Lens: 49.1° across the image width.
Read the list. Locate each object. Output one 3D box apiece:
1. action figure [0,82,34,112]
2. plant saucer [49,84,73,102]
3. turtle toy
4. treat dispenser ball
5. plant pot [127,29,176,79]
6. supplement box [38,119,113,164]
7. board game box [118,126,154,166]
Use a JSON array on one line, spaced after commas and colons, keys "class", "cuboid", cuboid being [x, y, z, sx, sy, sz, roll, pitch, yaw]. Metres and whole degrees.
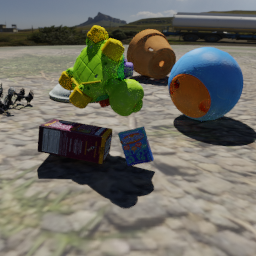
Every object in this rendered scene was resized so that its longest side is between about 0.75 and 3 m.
[{"class": "action figure", "cuboid": [-4.557, -1.180, 10.482, 1.128, 0.968, 1.897, 22, 26, 24]}, {"class": "plant saucer", "cuboid": [-2.039, -1.857, 12.619, 2.975, 0.747, 2.975, 0, 20, 0]}, {"class": "turtle toy", "cuboid": [-0.527, -1.173, 6.661, 1.238, 1.785, 2.449, 24, 19, -43]}, {"class": "treat dispenser ball", "cuboid": [2.505, -1.418, 9.169, 2.363, 2.363, 2.363, 0, 20, 0]}, {"class": "plant pot", "cuboid": [1.558, -4.188, 16.606, 2.759, 2.759, 1.931, -10, 38, -25]}, {"class": "supplement box", "cuboid": [-1.201, 0.278, 6.510, 1.521, 0.652, 0.840, 10, 13, 6]}, {"class": "board game box", "cuboid": [0.172, 0.402, 6.085, 0.587, 0.772, 0.174, -14, 9, 21]}]
